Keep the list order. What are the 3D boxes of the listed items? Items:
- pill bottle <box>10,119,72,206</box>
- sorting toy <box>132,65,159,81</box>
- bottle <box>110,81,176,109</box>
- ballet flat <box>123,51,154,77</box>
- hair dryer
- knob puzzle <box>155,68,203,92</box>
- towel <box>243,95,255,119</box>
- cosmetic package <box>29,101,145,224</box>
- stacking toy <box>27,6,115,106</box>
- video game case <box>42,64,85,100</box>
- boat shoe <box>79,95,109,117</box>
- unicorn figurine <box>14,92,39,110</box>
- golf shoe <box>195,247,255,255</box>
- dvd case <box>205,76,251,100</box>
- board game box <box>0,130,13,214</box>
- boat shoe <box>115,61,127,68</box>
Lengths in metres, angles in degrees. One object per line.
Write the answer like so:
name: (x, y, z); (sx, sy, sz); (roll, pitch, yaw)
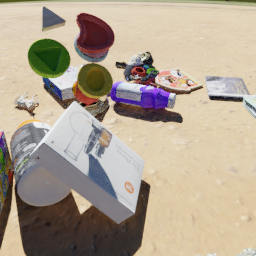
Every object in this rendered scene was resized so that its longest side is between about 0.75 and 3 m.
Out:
pill bottle: (-2.603, 0.787, 8.163); (1.500, 1.500, 2.824); (-13, 34, -21)
sorting toy: (0.941, -2.835, 15.100); (1.626, 0.667, 0.977); (7, 45, -11)
bottle: (0.667, -1.400, 12.276); (2.803, 0.915, 1.171); (13, 23, 20)
ballet flat: (0.592, -3.790, 16.168); (1.070, 1.070, 2.928); (17, 36, 26)
hair dryer: (0.903, -2.097, 13.205); (1.569, 0.559, 2.060); (-7, -8, 20)
knob puzzle: (2.401, -2.542, 14.345); (2.476, 0.343, 2.476); (6, 39, -5)
towel: (6.093, -0.812, 11.736); (1.878, 0.528, 2.195); (-3, 32, -3)
cosmetic package: (-0.855, 0.822, 7.335); (2.764, 0.714, 2.084); (41, 32, -14)
stacking toy: (-1.394, -1.755, 7.000); (2.019, 0.942, 2.230); (13, 68, -19)
video game case: (-2.694, -2.398, 14.221); (2.527, 0.634, 2.788); (-19, 36, -28)
boat shoe: (-1.471, -1.022, 11.841); (0.852, 0.764, 2.303); (11, 33, 17)
unicorn figurine: (-4.407, -1.146, 12.385); (1.459, 0.539, 1.002); (-3, 38, 23)
golf shoe: (2.279, 2.995, 5.379); (2.469, 0.967, 1.200); (-9, 49, -5)
dvd case: (4.944, -2.063, 14.094); (1.950, 0.210, 2.623); (5, 32, 8)
board game box: (-4.029, 1.450, 7.086); (1.466, 1.493, 2.847); (-5, 32, -8)
boat shoe: (-0.301, -3.846, 16.911); (0.996, 0.323, 0.365); (4, 32, 7)
